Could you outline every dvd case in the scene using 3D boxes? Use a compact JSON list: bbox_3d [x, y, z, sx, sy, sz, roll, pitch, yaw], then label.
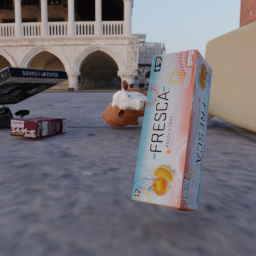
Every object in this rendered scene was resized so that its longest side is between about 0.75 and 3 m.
[{"bbox_3d":[-3.152,-1.053,7.595,2.499,0.309,1.878,-17,-2,32],"label":"dvd case"}]

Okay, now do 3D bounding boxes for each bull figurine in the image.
[{"bbox_3d":[0.143,-0.484,6.749,1.454,0.780,2.395,4,-9,-19],"label":"bull figurine"}]

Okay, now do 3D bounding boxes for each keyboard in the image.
[{"bbox_3d":[-3.875,-0.406,8.341,1.779,0.380,2.963,-10,13,-22],"label":"keyboard"}]

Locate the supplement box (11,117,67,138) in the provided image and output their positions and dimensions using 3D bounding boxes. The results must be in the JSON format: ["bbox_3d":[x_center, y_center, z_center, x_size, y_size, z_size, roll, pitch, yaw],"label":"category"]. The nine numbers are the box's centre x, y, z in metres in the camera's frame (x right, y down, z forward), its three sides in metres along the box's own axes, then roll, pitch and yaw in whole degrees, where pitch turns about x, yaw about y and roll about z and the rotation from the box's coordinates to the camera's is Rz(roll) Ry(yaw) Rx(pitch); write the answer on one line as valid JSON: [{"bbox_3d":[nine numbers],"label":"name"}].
[{"bbox_3d":[-1.963,-0.035,6.324,0.667,0.373,1.226,4,6,19],"label":"supplement box"}]

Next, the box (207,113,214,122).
[{"bbox_3d":[2.020,-0.784,8.190,0.632,0.583,1.231,28,32,-37],"label":"box"}]

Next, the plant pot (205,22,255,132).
[{"bbox_3d":[3.244,-1.205,6.831,2.264,2.557,2.554,9,12,41],"label":"plant pot"}]

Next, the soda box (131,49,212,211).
[{"bbox_3d":[0.387,0.019,2.317,0.428,1.251,0.398,1,-16,34],"label":"soda box"}]
